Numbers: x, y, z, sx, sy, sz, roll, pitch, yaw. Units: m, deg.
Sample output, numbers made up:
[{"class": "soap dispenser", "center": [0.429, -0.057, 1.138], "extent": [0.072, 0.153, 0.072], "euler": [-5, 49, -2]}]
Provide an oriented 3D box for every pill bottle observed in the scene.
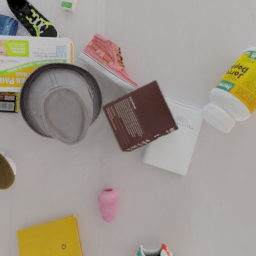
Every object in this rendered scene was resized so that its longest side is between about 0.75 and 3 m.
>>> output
[{"class": "pill bottle", "center": [3.614, -1.166, 9.070], "extent": [1.471, 1.471, 2.609], "euler": [40, 90, 0]}]

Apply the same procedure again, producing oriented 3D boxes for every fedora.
[{"class": "fedora", "center": [-1.865, -0.482, 8.362], "extent": [2.537, 1.295, 2.868], "euler": [-14, 129, -14]}]

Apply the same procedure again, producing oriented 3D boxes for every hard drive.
[{"class": "hard drive", "center": [1.581, 0.288, 9.634], "extent": [1.535, 0.306, 2.328], "euler": [18, 89, 0]}]

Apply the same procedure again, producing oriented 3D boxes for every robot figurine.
[{"class": "robot figurine", "center": [-4.464, 1.439, 9.319], "extent": [1.609, 0.909, 1.365], "euler": [-6, 70, 0]}]

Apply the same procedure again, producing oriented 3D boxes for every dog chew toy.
[{"class": "dog chew toy", "center": [-0.660, 2.639, 9.441], "extent": [0.718, 0.718, 1.154], "euler": [0, 97, 0]}]

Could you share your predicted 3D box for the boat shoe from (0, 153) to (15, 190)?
[{"class": "boat shoe", "center": [-3.179, 0.745, 6.142], "extent": [1.776, 0.589, 0.657], "euler": [40, 56, 8]}]

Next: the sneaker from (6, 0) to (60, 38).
[{"class": "sneaker", "center": [-3.296, -3.662, 9.371], "extent": [2.246, 0.930, 0.805], "euler": [41, 89, 0]}]

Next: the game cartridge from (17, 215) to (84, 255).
[{"class": "game cartridge", "center": [-2.577, 4.083, 9.352], "extent": [2.054, 0.333, 1.811], "euler": [-15, 71, 2]}]

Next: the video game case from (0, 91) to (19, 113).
[{"class": "video game case", "center": [-4.586, -1.271, 9.711], "extent": [1.602, 0.204, 1.448], "euler": [3, 90, 1]}]

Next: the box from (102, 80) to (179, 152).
[{"class": "box", "center": [0.436, -0.299, 8.839], "extent": [1.846, 1.532, 1.516], "euler": [-25, 80, 9]}]

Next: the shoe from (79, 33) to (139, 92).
[{"class": "shoe", "center": [-0.418, -2.164, 9.390], "extent": [2.373, 0.848, 1.080], "euler": [35, 94, 4]}]

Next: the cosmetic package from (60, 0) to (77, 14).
[{"class": "cosmetic package", "center": [-2.022, -4.460, 9.671], "extent": [0.455, 0.359, 0.846], "euler": [10, 91, 2]}]

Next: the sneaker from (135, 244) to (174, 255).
[{"class": "sneaker", "center": [1.411, 4.562, 9.285], "extent": [2.529, 0.890, 1.182], "euler": [9, 95, 3]}]

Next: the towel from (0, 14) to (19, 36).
[{"class": "towel", "center": [-4.942, -3.436, 9.574], "extent": [2.160, 0.524, 1.206], "euler": [14, 89, 0]}]

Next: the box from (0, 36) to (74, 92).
[{"class": "box", "center": [-3.193, -1.951, 8.845], "extent": [2.898, 1.469, 1.630], "euler": [-1, 97, -7]}]
